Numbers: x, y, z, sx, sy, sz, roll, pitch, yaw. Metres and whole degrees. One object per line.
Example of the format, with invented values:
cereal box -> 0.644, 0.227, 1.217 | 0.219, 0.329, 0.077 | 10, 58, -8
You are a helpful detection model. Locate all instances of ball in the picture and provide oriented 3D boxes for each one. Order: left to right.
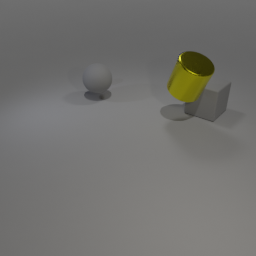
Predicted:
ball -> -1.444, -2.338, 13.238 | 1.400, 1.400, 1.400 | 0, 30, 0

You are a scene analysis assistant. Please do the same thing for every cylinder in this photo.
cylinder -> 2.353, -1.938, 10.662 | 1.400, 1.400, 1.400 | 8, 51, -10

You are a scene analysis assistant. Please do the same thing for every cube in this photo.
cube -> 3.446, -1.325, 12.160 | 1.400, 1.400, 1.400 | 22, 37, 33
